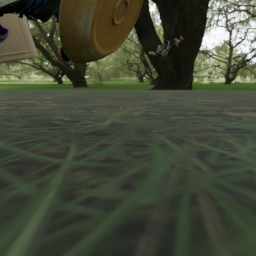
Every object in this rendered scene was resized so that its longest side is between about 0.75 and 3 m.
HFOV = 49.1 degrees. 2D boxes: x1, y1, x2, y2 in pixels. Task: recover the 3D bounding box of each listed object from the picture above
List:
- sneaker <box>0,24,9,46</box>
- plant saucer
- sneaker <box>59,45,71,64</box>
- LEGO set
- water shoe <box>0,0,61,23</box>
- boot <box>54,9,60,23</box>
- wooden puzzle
[{"bbox_3d":[-3.329,-2.447,6.596,0.525,0.478,1.188,-12,-26,29],"label":"sneaker"},{"bbox_3d":[-0.336,-2.547,5.911,0.494,2.792,2.792,31,18,14],"label":"plant saucer"},{"bbox_3d":[-1.375,-2.399,7.499,0.590,1.575,0.666,20,33,-24],"label":"sneaker"},{"bbox_3d":[1.406,-2.779,9.926,1.458,0.413,0.947,-31,-5,-7],"label":"LEGO set"},{"bbox_3d":[-2.212,-2.870,6.492,2.591,1.022,0.926,-33,49,-25],"label":"water shoe"},{"bbox_3d":[-1.642,-4.143,10.125,1.506,1.838,0.680,40,-19,-1],"label":"boot"},{"bbox_3d":[-3.591,-2.786,7.172,0.460,2.283,2.468,-7,15,31],"label":"wooden puzzle"}]
